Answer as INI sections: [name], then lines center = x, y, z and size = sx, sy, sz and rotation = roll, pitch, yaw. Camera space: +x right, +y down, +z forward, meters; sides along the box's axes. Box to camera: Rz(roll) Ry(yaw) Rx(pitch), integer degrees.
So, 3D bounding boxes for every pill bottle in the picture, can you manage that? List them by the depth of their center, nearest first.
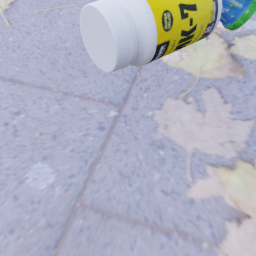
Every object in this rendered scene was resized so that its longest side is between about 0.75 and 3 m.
[pill bottle]
center = 0.369, -1.662, 4.353
size = 2.036, 1.164, 1.164
rotation = -29, 57, -25

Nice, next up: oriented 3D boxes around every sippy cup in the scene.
[sippy cup]
center = 2.332, -3.372, 6.752
size = 1.441, 1.966, 1.544
rotation = 23, 66, -13
